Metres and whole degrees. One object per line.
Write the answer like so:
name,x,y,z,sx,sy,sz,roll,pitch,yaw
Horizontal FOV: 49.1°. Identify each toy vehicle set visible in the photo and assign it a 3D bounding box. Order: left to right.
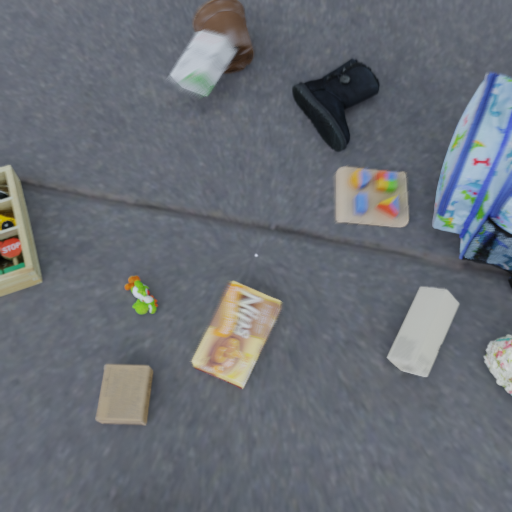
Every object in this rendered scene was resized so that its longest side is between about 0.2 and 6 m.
toy vehicle set,-5.759,0.001,9.584,3.696,0.490,2.296,-20,65,-10

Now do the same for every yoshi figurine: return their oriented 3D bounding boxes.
yoshi figurine,-1.952,0.697,9.319,0.394,0.396,0.705,-39,71,-1

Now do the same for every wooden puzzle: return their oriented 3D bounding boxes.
wooden puzzle,2.128,-1.129,10.271,1.283,0.297,1.189,3,63,2

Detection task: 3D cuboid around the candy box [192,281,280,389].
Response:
candy box,-0.294,1.249,8.975,0.868,0.416,1.504,23,66,10

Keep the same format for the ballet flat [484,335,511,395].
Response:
ballet flat,4.558,2.223,8.242,1.020,0.862,2.696,-41,70,-18

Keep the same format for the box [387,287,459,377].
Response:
box,2.628,1.171,8.796,0.553,0.460,1.346,7,60,55

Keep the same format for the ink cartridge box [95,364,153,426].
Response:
ink cartridge box,-1.997,2.124,8.563,0.712,0.324,0.864,1,64,5

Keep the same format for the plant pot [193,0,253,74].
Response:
plant pot,-0.610,-4.493,11.613,1.135,1.135,1.124,-17,72,-9

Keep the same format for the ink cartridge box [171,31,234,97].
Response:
ink cartridge box,-1.027,-3.717,10.811,0.776,0.440,1.059,29,86,33

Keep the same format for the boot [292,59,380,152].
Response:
boot,1.791,-3.035,11.004,1.562,0.710,1.859,-26,60,-8

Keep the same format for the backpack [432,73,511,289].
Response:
backpack,4.264,-1.505,8.782,2.380,3.239,2.964,23,66,10
